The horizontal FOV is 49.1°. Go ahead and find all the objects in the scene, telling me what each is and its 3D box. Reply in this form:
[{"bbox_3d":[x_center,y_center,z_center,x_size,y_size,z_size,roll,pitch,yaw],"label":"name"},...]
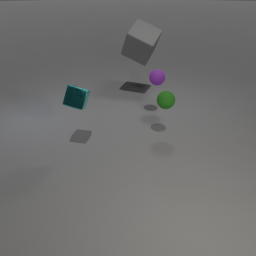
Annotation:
[{"bbox_3d":[1.282,-2.219,12.293,0.700,0.700,0.700,0,28,0],"label":"ball"},{"bbox_3d":[-1.744,-1.040,9.544,0.700,0.700,0.700,16,6,-3],"label":"cube"},{"bbox_3d":[0.667,-4.273,13.972,1.400,1.400,1.400,27,57,1],"label":"cube"},{"bbox_3d":[1.449,-1.067,10.678,0.700,0.700,0.700,0,28,0],"label":"ball"}]
